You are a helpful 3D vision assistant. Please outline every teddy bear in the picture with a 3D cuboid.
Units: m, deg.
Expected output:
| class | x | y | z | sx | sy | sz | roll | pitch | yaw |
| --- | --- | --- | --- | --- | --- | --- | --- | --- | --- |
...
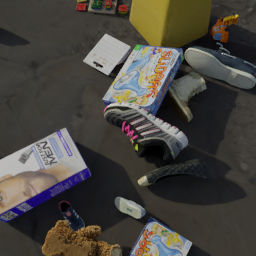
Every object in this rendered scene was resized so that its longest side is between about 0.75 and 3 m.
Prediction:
| class | x | y | z | sx | sy | sz | roll | pitch | yaw |
| --- | --- | --- | --- | --- | --- | --- | --- | --- | --- |
| teddy bear | -1.218 | 3.371 | 7.634 | 2.122 | 0.708 | 1.538 | 5 | 81 | 5 |

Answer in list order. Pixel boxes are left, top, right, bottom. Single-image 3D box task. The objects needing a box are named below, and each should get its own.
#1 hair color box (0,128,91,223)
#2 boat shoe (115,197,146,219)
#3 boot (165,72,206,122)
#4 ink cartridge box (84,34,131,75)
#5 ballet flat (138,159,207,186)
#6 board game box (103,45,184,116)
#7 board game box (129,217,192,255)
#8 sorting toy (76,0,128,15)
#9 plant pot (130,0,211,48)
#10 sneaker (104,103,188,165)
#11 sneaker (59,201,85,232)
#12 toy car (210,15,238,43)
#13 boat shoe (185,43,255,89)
| class | x | y | z | sx | sy | sz | roll | pitch | yaw |
| --- | --- | --- | --- | --- | --- | --- | --- | --- | --- |
| hair color box | -2.824 | 1.412 | 8.642 | 2.922 | 0.947 | 1.597 | -29 | 67 | -12 |
| boat shoe | 0.070 | 2.389 | 8.438 | 1.057 | 0.376 | 0.369 | 21 | 99 | 35 |
| boot | 2.220 | -1.181 | 10.096 | 1.449 | 0.675 | 1.874 | -21 | 58 | -9 |
| ink cartridge box | -0.806 | -2.883 | 11.235 | 1.277 | 0.395 | 1.575 | 32 | 76 | 14 |
| ballet flat | 1.387 | 1.467 | 8.662 | 2.191 | 0.728 | 0.622 | -14 | 74 | 2 |
| board game box | 0.605 | -1.808 | 10.215 | 1.961 | 0.499 | 2.897 | 14 | 62 | 28 |
| board game box | 0.702 | 3.732 | 7.752 | 1.371 | 0.349 | 2.026 | 28 | 67 | 14 |
| sorting toy | -1.204 | -5.768 | 12.632 | 2.486 | 0.420 | 1.198 | 6 | 63 | 3 |
| plant pot | 1.737 | -4.990 | 11.018 | 2.521 | 2.579 | 2.504 | -28 | 66 | -14 |
| sneaker | 0.400 | 0.230 | 9.136 | 2.994 | 1.104 | 1.309 | 27 | 60 | 8 |
| sneaker | -1.695 | 2.608 | 8.269 | 0.411 | 0.464 | 1.097 | -39 | 69 | -18 |
| toy car | 3.676 | -4.127 | 11.029 | 0.696 | 2.092 | 1.026 | -11 | 80 | 8 |
| boat shoe | 3.554 | -2.462 | 10.565 | 2.830 | 1.060 | 0.875 | 24 | 66 | 10 |
